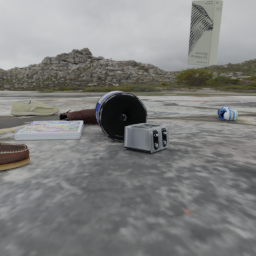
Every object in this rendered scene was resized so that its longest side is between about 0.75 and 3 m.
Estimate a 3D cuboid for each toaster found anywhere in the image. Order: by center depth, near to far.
[{"bbox_3d":[0.425,0.229,6.785,0.957,0.568,0.865,7,10,37],"label":"toaster"}]

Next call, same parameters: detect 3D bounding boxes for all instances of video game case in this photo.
[{"bbox_3d":[-2.410,0.033,9.090,1.813,0.228,2.532,-1,9,-7],"label":"video game case"}]

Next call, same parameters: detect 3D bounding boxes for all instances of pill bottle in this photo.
[{"bbox_3d":[-0.312,-0.450,8.543,1.349,1.349,2.411,-2,9,-10],"label":"pill bottle"}]

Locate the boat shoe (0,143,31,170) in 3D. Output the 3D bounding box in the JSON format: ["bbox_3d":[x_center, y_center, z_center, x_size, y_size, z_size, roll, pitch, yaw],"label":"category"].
[{"bbox_3d":[-2.848,0.433,4.987,2.145,0.754,0.755,-5,8,-35],"label":"boat shoe"}]

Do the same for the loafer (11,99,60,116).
[{"bbox_3d":[-4.551,-1.013,13.805,2.322,0.793,0.878,-4,10,-23],"label":"loafer"}]

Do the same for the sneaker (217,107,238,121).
[{"bbox_3d":[4.250,-0.649,12.388,0.615,0.553,1.495,-3,9,-6],"label":"sneaker"}]

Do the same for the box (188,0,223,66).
[{"bbox_3d":[2.754,-3.398,10.064,0.910,2.214,0.757,14,24,36],"label":"box"}]

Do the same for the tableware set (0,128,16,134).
[{"bbox_3d":[-4.158,0.238,7.742,1.565,0.217,1.873,2,12,41],"label":"tableware set"}]

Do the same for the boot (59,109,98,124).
[{"bbox_3d":[-1.534,-0.407,10.516,1.573,0.684,1.891,-6,3,-37],"label":"boot"}]
